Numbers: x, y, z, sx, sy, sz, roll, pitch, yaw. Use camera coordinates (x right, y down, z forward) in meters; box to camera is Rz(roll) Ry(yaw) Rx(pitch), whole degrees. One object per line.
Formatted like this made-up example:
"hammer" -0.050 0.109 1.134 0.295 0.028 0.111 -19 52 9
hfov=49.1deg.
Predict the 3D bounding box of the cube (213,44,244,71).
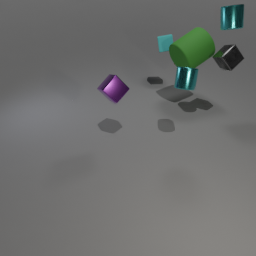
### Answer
"cube" 3.843 -2.700 10.753 0.700 0.700 0.700 -44 20 -1

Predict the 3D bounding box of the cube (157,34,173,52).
"cube" 1.803 -4.073 13.454 0.700 0.700 0.700 -8 19 8

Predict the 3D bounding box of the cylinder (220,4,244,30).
"cylinder" 3.296 -3.506 8.874 0.700 0.700 0.700 -6 20 2

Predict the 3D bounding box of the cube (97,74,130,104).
"cube" -0.511 -1.352 9.643 0.700 0.700 0.700 -50 25 -5

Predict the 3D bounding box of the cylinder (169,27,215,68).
"cylinder" 2.702 -3.293 11.891 1.400 1.400 1.400 -35 41 -8

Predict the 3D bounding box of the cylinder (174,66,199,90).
"cylinder" 1.912 -1.633 9.200 0.700 0.700 0.700 6 14 -1
